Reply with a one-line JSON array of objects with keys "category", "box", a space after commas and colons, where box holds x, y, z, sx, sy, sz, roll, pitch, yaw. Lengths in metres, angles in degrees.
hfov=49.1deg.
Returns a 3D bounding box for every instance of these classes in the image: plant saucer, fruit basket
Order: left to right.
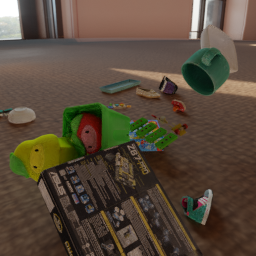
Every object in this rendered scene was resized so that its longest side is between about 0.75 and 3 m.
[{"category": "fruit basket", "box": [-1.212, 0.653, 6.141, 2.511, 2.511, 1.811, -22, 13, -41]}, {"category": "plant saucer", "box": [-0.414, -2.506, 16.640, 0.978, 0.266, 2.799, 18, 29, 35]}]

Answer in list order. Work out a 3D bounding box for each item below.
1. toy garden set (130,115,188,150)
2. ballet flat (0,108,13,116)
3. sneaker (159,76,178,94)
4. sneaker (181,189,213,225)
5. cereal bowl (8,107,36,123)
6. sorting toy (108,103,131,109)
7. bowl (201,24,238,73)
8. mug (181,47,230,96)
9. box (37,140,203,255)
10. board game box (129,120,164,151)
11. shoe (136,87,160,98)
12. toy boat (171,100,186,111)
[{"category": "toy garden set", "box": [0.997, 0.080, 9.143, 1.349, 0.323, 1.618, -31, 41, -27]}, {"category": "ballet flat", "box": [-5.427, -0.668, 12.222, 0.787, 0.269, 0.268, -9, 24, -21]}, {"category": "sneaker", "box": [2.313, -2.323, 15.833, 0.951, 0.822, 2.171, 22, 22, -2]}, {"category": "sneaker", "box": [1.555, 1.702, 6.409, 0.645, 0.447, 1.068, 18, 28, 16]}, {"category": "cereal bowl", "box": [-4.501, -0.597, 11.826, 1.099, 0.458, 1.099, 0, 24, 0]}, {"category": "sorting toy", "box": [-0.405, -1.098, 13.400, 1.110, 0.151, 0.625, -2, 23, -5]}, {"category": "bowl", "box": [3.547, -3.063, 11.169, 1.755, 1.757, 0.656, 14, -24, -34]}, {"category": "mug", "box": [2.803, -2.010, 9.552, 1.105, 1.468, 1.787, -43, 15, -14]}, {"category": "box", "box": [-0.134, 1.552, 4.747, 1.977, 0.602, 2.453, -19, 69, -34]}, {"category": "board game box", "box": [0.312, 0.240, 9.792, 1.641, 0.468, 1.676, -2, 23, -3]}, {"category": "shoe", "box": [1.052, -1.884, 14.958, 1.465, 0.391, 0.512, 15, 27, 32]}, {"category": "toy boat", "box": [2.248, -0.949, 12.796, 0.491, 0.491, 0.752, -46, 41, -18]}]
